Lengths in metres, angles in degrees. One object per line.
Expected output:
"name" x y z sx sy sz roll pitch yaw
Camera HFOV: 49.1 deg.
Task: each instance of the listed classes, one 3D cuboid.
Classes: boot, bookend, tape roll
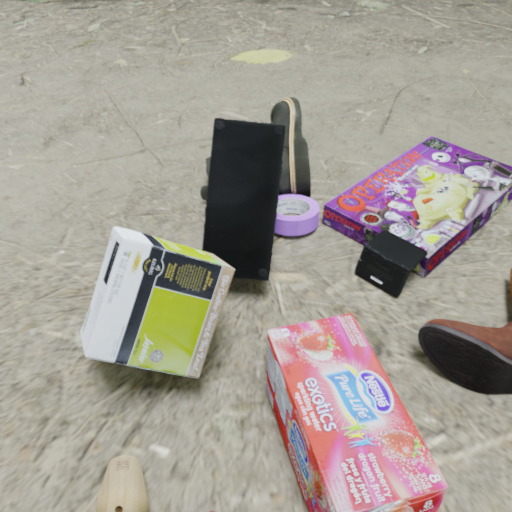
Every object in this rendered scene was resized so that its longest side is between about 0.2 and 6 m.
"boot" 3.988 0.919 8.632 2.568 0.934 2.728 16 42 19
"bookend" -0.247 -1.071 10.218 1.175 2.534 2.550 6 9 -2
"boot" -0.081 -2.490 12.562 2.311 1.294 3.341 -5 39 1
"tape roll" 0.700 -0.815 11.071 1.084 0.356 1.084 -1 33 1

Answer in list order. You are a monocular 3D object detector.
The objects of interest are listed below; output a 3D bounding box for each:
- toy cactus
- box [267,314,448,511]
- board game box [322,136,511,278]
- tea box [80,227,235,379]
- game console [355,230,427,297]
"toy cactus" -1.523 3.061 5.990 2.629 1.344 2.169 -14 31 -3
"box" 1.050 2.127 6.851 1.257 1.313 2.633 -10 40 -11
"board game box" 3.527 -1.207 11.505 2.389 0.643 3.980 28 47 35
"tea box" -1.376 0.627 7.702 1.593 1.620 1.082 18 5 -22
"game console" 2.346 0.122 9.792 0.951 0.837 0.554 33 27 34
